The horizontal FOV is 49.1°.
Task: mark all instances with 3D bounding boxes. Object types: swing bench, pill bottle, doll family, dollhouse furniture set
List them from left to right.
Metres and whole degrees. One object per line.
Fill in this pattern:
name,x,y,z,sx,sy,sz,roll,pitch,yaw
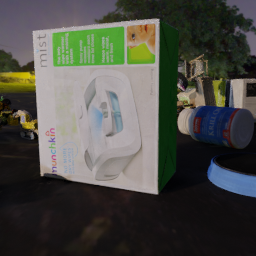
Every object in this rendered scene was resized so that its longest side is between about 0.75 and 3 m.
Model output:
doll family,-4.355,-0.594,8.892,1.203,0.816,2.081,-34,-12,14
dollhouse furniture set,2.251,-1.069,11.128,2.195,1.458,1.924,-7,2,43
swing bench,3.356,-2.900,13.741,1.008,1.003,0.654,-11,-25,34
pill bottle,2.299,-0.082,7.592,1.035,1.035,1.844,-8,11,-40

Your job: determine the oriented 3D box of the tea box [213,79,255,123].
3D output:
tea box,5.131,-1.267,12.410,2.677,1.788,2.633,-3,10,-20

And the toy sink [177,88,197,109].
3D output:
toy sink,3.451,-1.298,15.115,0.830,1.481,0.965,-36,23,-19

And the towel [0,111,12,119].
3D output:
towel,-6.058,-0.485,12.736,1.062,0.223,2.467,-6,11,-4

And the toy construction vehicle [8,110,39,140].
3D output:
toy construction vehicle,-2.539,-0.213,9.107,2.251,0.793,1.960,8,12,42

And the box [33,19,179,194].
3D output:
box,-0.340,-0.399,4.874,2.234,2.532,1.224,5,11,22

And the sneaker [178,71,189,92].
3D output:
sneaker,1.519,-1.743,9.788,0.534,1.329,0.574,-39,-6,-34

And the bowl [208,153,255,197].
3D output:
bowl,2.197,0.744,4.775,1.612,0.316,1.612,0,10,0
